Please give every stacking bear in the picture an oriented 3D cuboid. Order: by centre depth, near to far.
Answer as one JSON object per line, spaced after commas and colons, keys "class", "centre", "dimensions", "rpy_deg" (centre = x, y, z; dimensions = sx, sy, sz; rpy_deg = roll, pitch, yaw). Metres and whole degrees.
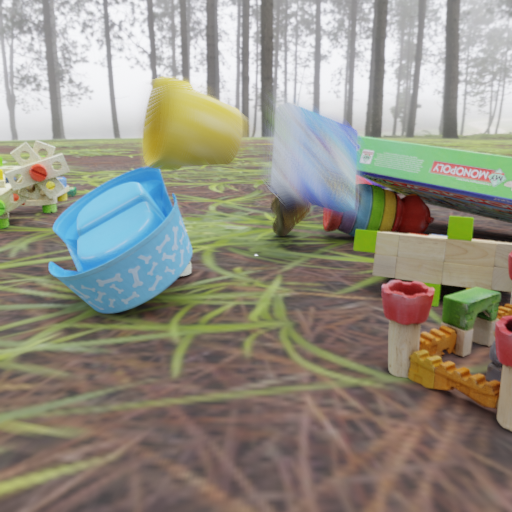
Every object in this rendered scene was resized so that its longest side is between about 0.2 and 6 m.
{"class": "stacking bear", "centre": [2.217, -0.805, 10.101], "dimensions": [1.858, 1.056, 1.128], "rpy_deg": [9, -12, -3]}

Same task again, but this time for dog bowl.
{"class": "dog bowl", "centre": [-1.694, -0.266, 7.169], "dimensions": [1.643, 0.731, 2.947], "rpy_deg": [-30, 28, -4]}

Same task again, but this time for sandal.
{"class": "sandal", "centre": [0.646, -0.761, 9.576], "dimensions": [0.497, 1.841, 0.739], "rpy_deg": [41, 74, 15]}

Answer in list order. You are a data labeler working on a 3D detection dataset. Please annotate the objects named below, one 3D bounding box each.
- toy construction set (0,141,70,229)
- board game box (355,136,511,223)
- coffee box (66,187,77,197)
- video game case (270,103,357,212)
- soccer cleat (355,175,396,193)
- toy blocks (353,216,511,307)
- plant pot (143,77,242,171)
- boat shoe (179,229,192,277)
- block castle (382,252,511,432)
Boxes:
{"class": "toy construction set", "centre": [-4.915, -1.388, 11.581], "dimensions": [2.269, 1.594, 3.460], "rpy_deg": [-6, 5, -23]}
{"class": "board game box", "centre": [3.982, -1.048, 9.243], "dimensions": [2.993, 0.647, 4.448], "rpy_deg": [11, 8, -44]}
{"class": "coffee box", "centre": [-5.184, -1.741, 15.267], "dimensions": [0.502, 0.180, 0.817], "rpy_deg": [-4, 15, -13]}
{"class": "video game case", "centre": [0.916, -1.463, 8.532], "dimensions": [1.454, 1.318, 0.330], "rpy_deg": [11, -12, -34]}
{"class": "soccer cleat", "centre": [3.511, -2.297, 15.617], "dimensions": [2.925, 1.071, 0.998], "rpy_deg": [-8, 17, -28]}
{"class": "toy blocks", "centre": [2.468, 0.039, 7.243], "dimensions": [2.161, 1.080, 1.477], "rpy_deg": [7, 5, 21]}
{"class": "plant pot", "centre": [-0.738, -1.489, 6.616], "dimensions": [0.982, 1.044, 1.044], "rpy_deg": [6, 11, -26]}
{"class": "boat shoe", "centre": [-1.530, -0.282, 8.642], "dimensions": [0.838, 0.700, 2.344], "rpy_deg": [-7, 16, -21]}
{"class": "block castle", "centre": [2.398, 0.491, 4.926], "dimensions": [2.338, 1.097, 1.562], "rpy_deg": [-10, 18, -33]}
